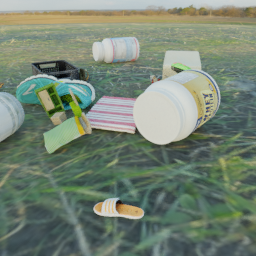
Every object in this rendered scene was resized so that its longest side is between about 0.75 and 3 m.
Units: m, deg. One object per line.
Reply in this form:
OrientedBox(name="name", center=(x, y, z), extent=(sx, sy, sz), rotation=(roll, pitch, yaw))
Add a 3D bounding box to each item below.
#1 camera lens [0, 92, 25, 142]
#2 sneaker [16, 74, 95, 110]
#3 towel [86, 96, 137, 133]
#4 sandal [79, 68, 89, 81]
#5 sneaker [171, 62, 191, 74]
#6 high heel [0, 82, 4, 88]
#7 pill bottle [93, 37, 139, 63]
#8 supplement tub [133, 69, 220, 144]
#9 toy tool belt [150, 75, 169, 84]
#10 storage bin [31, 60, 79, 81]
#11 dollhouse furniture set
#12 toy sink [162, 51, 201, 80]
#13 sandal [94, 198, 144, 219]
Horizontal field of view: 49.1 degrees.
OrientedBox(name="camera lens", center=(-3.761, -0.189, 7.529), extent=(1.276, 1.276, 1.595), rotation=(8, 26, 17))
OrientedBox(name="sneaker", center=(-2.665, -1.194, 10.029), extent=(2.930, 1.136, 1.167), rotation=(1, 37, 6))
OrientedBox(name="towel", center=(-0.355, -0.461, 9.305), extent=(1.759, 0.359, 2.403), rotation=(6, 28, 13))
OrientedBox(name="sandal", center=(-2.123, -2.479, 13.438), extent=(0.448, 0.671, 1.642), rotation=(16, 13, -18))
OrientedBox(name="sneaker", center=(1.907, -1.619, 9.210), extent=(1.558, 0.653, 0.598), rotation=(29, 12, -41))
OrientedBox(name="high heel", center=(-5.668, -1.675, 11.810), extent=(0.902, 0.322, 0.643), rotation=(-24, 24, -12))
OrientedBox(name="pill bottle", center=(-0.740, -4.751, 17.127), extent=(2.653, 1.443, 1.443), rotation=(-11, 27, -22))
OrientedBox(name="supplement tub", center=(1.413, -0.633, 7.980), extent=(1.712, 1.712, 2.371), rotation=(18, 31, 34))
OrientedBox(name="toy tool belt", center=(1.429, -1.488, 10.479), extent=(1.000, 1.016, 1.627), rotation=(-18, 34, 14))
OrientedBox(name="storage bin", center=(-3.131, -2.162, 12.054), extent=(1.532, 1.062, 2.266), rotation=(-13, 27, -26))
OrientedBox(name="dollhouse furniture set", center=(-2.008, -0.478, 8.031), extent=(1.299, 1.003, 2.598), rotation=(-26, 29, -10))
OrientedBox(name="toy sink", center=(2.347, -2.475, 12.424), extent=(1.534, 1.319, 2.354), rotation=(4, 30, 8))
OrientedBox(name="sandal", center=(-0.166, 1.450, 5.213), extent=(0.943, 0.270, 0.361), rotation=(4, 25, 8))
